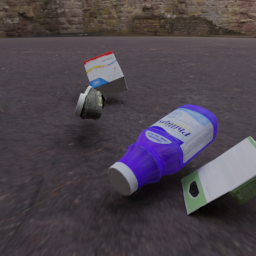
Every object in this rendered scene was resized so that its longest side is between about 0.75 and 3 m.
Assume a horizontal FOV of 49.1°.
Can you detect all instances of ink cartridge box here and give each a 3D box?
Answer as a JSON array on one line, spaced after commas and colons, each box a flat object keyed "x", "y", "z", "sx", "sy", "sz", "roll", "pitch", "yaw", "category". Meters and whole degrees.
[{"x": -0.878, "y": -2.004, "z": 10.077, "sx": 1.172, "sy": 0.678, "sz": 2.017, "roll": -22, "pitch": 50, "yaw": -1, "category": "ink cartridge box"}, {"x": 1.540, "y": 0.798, "z": 4.396, "sx": 1.399, "sy": 0.335, "sz": 1.018, "roll": -38, "pitch": 13, "yaw": 17, "category": "ink cartridge box"}]

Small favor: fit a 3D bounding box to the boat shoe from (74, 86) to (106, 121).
[{"x": -0.887, "y": -0.604, "z": 7.066, "sx": 0.599, "sy": 0.716, "sz": 2.003, "roll": 17, "pitch": 14, "yaw": -5, "category": "boat shoe"}]

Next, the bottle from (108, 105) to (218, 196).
[{"x": 0.630, "y": 0.332, "z": 4.832, "sx": 2.197, "sy": 0.717, "sz": 0.918, "roll": -31, "pitch": 41, "yaw": -33, "category": "bottle"}]
